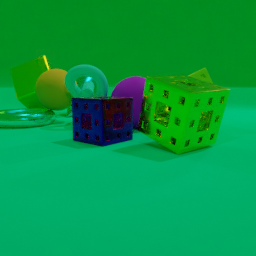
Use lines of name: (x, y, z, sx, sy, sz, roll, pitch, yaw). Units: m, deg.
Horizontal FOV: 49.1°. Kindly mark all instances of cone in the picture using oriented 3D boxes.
cone: (-1.747, -0.804, 9.945, 1.549, 1.549, 1.555, 5, 37, 29)

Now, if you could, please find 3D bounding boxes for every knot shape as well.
knot shape: (-0.905, -0.669, 7.452, 0.841, 1.820, 1.703, -31, 66, -22)

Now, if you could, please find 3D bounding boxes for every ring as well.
ring: (-2.986, -0.301, 7.926, 1.870, 0.374, 1.870, 0, 9, 0)

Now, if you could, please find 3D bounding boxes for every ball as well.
ball: (0.198, -0.640, 7.081, 1.307, 1.307, 1.307, 0, 9, 0)
ball: (-2.084, -1.113, 8.208, 1.215, 1.215, 1.215, 0, 9, 0)

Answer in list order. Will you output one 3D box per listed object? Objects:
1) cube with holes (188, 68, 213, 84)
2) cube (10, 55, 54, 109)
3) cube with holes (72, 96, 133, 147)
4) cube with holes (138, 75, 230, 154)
cube with holes: (1.554, -0.779, 7.162, 0.984, 0.984, 0.984, -29, 5, -16)
cube: (-3.127, -1.484, 9.877, 1.306, 1.306, 1.306, -22, -23, 0)
cube with holes: (-0.504, -0.178, 5.595, 0.859, 0.859, 0.859, 8, 12, 40)
cube with holes: (0.958, -0.303, 4.977, 1.031, 1.031, 1.031, -10, 28, -38)
